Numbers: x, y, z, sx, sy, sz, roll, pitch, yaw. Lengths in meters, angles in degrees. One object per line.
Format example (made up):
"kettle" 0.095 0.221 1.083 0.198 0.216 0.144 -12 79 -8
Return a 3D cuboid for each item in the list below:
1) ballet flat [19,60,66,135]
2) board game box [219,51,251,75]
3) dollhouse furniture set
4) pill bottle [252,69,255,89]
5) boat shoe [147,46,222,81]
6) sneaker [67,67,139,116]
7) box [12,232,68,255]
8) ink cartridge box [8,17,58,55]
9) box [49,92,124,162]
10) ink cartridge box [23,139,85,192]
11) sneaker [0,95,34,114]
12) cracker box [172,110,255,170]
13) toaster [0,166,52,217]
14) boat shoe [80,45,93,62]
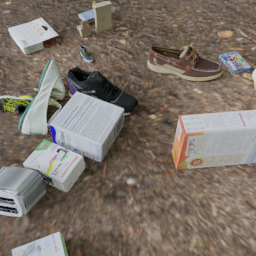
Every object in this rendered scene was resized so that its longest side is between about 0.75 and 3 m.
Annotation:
"ballet flat" -2.509 -0.930 8.881 0.999 0.999 2.879 6 54 5
"board game box" 4.019 -2.462 10.548 0.742 0.189 1.096 -11 50 -9
"dollhouse furniture set" -1.672 -5.032 12.129 1.640 1.134 1.737 -24 53 -20
"pill bottle" 4.674 -1.294 9.073 0.921 0.921 1.612 -1 50 -1
"boat shoe" 2.040 -2.417 9.987 2.716 0.978 0.980 14 51 12
"sneaker" -0.873 -1.186 8.854 2.509 1.099 0.950 19 52 15
"box" -1.703 2.921 5.712 1.022 0.560 1.159 -17 51 -12
"ink cartridge box" -3.888 -3.826 11.584 1.519 0.386 1.724 -28 55 -21
"box" -1.132 -0.063 8.001 1.606 0.842 1.477 21 52 11
"ink cartridge box" -1.907 0.975 7.376 1.271 0.534 0.920 21 53 17
"sneaker" -3.627 -0.711 8.861 1.293 0.481 0.547 -8 50 -7
"cracker box" 2.412 0.322 7.265 2.327 1.559 0.671 -4 49 -4
"toaster" -2.597 1.474 6.519 1.460 0.830 0.943 5 29 16
"boat shoe" -1.622 -2.855 10.768 0.285 0.366 0.806 -27 55 -21
